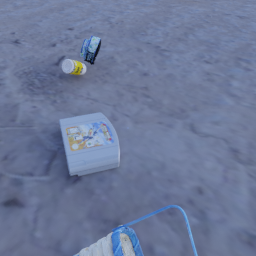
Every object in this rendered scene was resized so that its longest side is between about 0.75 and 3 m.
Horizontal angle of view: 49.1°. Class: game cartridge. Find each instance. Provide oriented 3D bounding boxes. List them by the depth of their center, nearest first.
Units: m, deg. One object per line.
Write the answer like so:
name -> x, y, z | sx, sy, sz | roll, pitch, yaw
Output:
game cartridge -> -1.035, 0.328, 7.653 | 1.453, 0.453, 2.182 | -14, 40, -11

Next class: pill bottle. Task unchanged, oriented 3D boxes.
pill bottle -> -2.024, -2.289, 10.633 | 0.527, 0.527, 0.921 | 20, 13, 24

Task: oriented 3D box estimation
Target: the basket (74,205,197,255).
basket -> 0.183, 2.156, 4.128 | 1.851, 1.288, 1.632 | -20, 68, 12

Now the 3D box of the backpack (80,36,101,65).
backpack -> -1.494, -3.169, 11.140 | 0.709, 0.965, 0.883 | 20, 30, -11
